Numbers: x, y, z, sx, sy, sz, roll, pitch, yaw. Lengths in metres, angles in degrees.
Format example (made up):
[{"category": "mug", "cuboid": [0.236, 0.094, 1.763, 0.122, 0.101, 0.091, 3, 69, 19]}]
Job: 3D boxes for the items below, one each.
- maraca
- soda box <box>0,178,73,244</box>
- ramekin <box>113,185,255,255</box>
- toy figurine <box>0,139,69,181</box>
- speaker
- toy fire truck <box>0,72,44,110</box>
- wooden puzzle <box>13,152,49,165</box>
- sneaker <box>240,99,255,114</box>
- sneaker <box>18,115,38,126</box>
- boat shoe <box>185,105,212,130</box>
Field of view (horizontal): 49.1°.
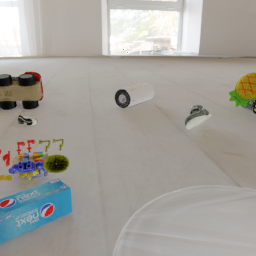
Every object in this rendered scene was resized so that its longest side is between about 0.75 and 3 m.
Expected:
[{"category": "maraca", "cuboid": [4.619, -1.483, 10.838, 1.024, 1.494, 0.799, 50, 12, 29]}, {"category": "soda box", "cuboid": [-1.680, 1.353, 4.591, 1.483, 0.503, 0.476, -15, 23, -38]}, {"category": "ramekin", "cuboid": [1.101, 1.660, 2.583, 2.532, 1.179, 2.532, 0, 18, 0]}, {"category": "toy figurine", "cuboid": [-2.043, 0.745, 6.063, 1.494, 0.788, 0.895, -7, -17, -13]}, {"category": "speaker", "cuboid": [0.354, -1.518, 12.734, 0.858, 0.858, 2.114, 12, 22, 32]}, {"category": "toy fire truck", "cuboid": [-5.111, -1.827, 12.827, 2.568, 1.877, 2.917, -2, 29, -5]}, {"category": "wooden puzzle", "cuboid": [-2.350, 0.778, 6.827, 0.866, 0.200, 0.802, -7, 20, -20]}, {"category": "sneaker", "cuboid": [5.615, -1.087, 11.692, 1.345, 0.874, 2.330, 3, 28, -6]}, {"category": "sneaker", "cuboid": [-3.535, -0.251, 9.886, 0.886, 0.327, 0.354, 16, 11, 30]}, {"category": "boat shoe", "cuboid": [2.178, -0.417, 9.104, 0.721, 0.611, 1.979, -38, -12, 27]}]
